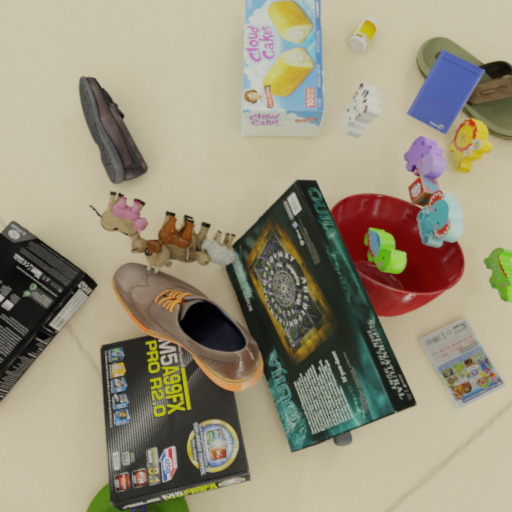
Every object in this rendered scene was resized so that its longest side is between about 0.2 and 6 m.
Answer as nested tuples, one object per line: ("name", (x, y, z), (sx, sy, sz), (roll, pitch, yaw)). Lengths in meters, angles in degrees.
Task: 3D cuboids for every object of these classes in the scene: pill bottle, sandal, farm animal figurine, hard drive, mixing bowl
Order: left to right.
("farm animal figurine", (-1.661, -0.270, 9.888), (2.060, 2.037, 1.074), (25, 98, 41))
("pill bottle", (2.385, -4.918, 12.363), (0.421, 0.421, 0.771), (28, 72, 10))
("mixing bowl", (2.219, 0.173, 9.811), (2.432, 1.317, 2.432), (8, 43, -8))
("hard drive", (3.822, -3.306, 11.370), (0.924, 0.178, 1.400), (32, 115, 11))
("sandal", (4.772, -3.538, 11.575), (3.303, 0.942, 1.311), (38, 74, 13))

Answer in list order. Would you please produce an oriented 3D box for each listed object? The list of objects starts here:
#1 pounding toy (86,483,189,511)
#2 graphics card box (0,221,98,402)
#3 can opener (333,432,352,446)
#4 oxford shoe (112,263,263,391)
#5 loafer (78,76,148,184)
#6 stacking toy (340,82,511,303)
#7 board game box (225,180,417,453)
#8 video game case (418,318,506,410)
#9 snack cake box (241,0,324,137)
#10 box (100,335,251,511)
("pounding toy", (-1.768, 4.467, 8.577), (1.761, 1.059, 2.281), (-38, 74, -13))
("graphics card box", (-4.557, 1.083, 9.905), (1.921, 0.779, 3.062), (31, 74, 16))
("can opener", (1.450, 2.327, 9.680), (0.598, 0.477, 1.790), (-11, 71, -3))
("oxford shoe", (-1.211, 0.859, 9.250), (3.246, 1.183, 1.157), (30, 61, 24))
("loafer", (-2.932, -2.580, 11.397), (0.763, 0.871, 2.423), (-16, 75, -28))
("stacking toy", (3.148, -1.174, 9.842), (2.915, 0.908, 3.866), (11, 57, -22))
("board game box", (0.781, 1.026, 9.131), (0.531, 2.551, 3.771), (-5, 65, -37))
("video game case", (3.674, 1.909, 10.020), (0.981, 0.123, 1.370), (-23, 71, -9))
("snack cake box", (0.530, -3.950, 11.715), (1.647, 0.962, 2.864), (1, 69, -1))
("box", (-1.382, 2.542, 9.227), (2.132, 0.589, 2.662), (-11, 57, -4))
